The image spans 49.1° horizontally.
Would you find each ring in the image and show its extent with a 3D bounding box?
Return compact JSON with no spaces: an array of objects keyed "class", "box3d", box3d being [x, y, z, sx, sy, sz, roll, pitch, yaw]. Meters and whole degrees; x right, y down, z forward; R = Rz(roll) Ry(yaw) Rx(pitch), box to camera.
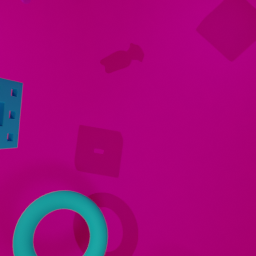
[{"class":"ring","box3d":[-1.475,2.461,6.287,2.073,0.415,2.073,4,73,-14]}]

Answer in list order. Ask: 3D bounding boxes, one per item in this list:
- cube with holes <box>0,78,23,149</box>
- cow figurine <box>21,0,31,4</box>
[{"class":"cube with holes","box3d":[-2.561,-0.278,4.479,1.120,1.120,1.120,6,92,21]},{"class":"cow figurine","box3d":[-1.653,-2.910,5.006,1.146,1.127,0.629,-22,66,-7]}]
